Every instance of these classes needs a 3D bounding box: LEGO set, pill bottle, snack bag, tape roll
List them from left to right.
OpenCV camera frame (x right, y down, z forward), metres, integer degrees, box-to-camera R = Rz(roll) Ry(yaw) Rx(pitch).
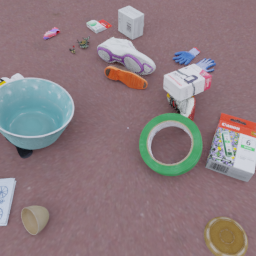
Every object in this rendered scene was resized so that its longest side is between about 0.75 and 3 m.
[{"bbox_3d":[-4.407,2.299,8.635,1.634,0.175,1.541,-3,52,-3],"label":"snack bag"},{"bbox_3d":[-4.821,-1.126,10.601,1.224,1.224,2.178,35,60,24],"label":"pill bottle"},{"bbox_3d":[-2.237,-3.928,13.397,1.192,0.338,0.774,-31,55,-6],"label":"LEGO set"},{"bbox_3d":[1.410,0.543,9.290,2.050,0.493,2.050,-5,70,14],"label":"tape roll"}]

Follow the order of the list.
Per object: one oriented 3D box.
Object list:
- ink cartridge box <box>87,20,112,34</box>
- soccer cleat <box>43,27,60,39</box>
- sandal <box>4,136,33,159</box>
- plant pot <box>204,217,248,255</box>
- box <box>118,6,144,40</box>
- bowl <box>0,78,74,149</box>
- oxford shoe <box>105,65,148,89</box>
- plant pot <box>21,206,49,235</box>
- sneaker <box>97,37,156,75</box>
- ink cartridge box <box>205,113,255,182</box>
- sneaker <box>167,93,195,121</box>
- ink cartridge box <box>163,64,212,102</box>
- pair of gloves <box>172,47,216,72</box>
[{"bbox_3d":[-1.472,-5.347,14.464,1.049,0.263,0.844,-35,60,-22],"label":"ink cartridge box"},{"bbox_3d":[-3.794,-4.667,13.918,0.361,0.315,0.943,36,61,7],"label":"soccer cleat"},{"bbox_3d":[-3.917,0.394,9.982,0.619,0.349,1.629,-36,61,-24],"label":"sandal"},{"bbox_3d":[2.814,3.121,8.007,1.249,0.172,1.249,0,53,0],"label":"plant pot"},{"bbox_3d":[0.138,-5.176,13.760,0.739,1.125,1.131,-33,58,-26],"label":"box"},{"bbox_3d":[-3.291,-0.328,9.678,2.701,1.413,2.701,9,49,-11],"label":"bowl"},{"bbox_3d":[0.009,-2.244,11.829,1.935,0.690,0.705,26,42,11],"label":"oxford shoe"},{"bbox_3d":[-2.622,2.589,8.120,0.810,0.810,0.544,37,31,25],"label":"plant pot"},{"bbox_3d":[0.065,-3.341,12.377,2.863,1.072,1.426,28,59,19],"label":"sneaker"},{"bbox_3d":[3.738,0.423,9.750,1.428,0.660,2.622,18,56,13],"label":"ink cartridge box"},{"bbox_3d":[2.006,-0.909,10.704,1.045,0.991,2.545,2,43,7],"label":"sneaker"},{"bbox_3d":[2.177,-1.698,10.364,1.437,0.606,1.040,-23,46,-17],"label":"ink cartridge box"},{"bbox_3d":[3.025,-3.029,12.704,1.512,0.214,1.881,-30,58,-21],"label":"pair of gloves"}]
